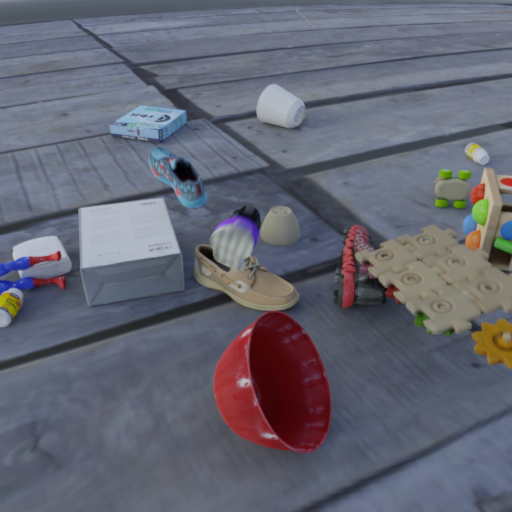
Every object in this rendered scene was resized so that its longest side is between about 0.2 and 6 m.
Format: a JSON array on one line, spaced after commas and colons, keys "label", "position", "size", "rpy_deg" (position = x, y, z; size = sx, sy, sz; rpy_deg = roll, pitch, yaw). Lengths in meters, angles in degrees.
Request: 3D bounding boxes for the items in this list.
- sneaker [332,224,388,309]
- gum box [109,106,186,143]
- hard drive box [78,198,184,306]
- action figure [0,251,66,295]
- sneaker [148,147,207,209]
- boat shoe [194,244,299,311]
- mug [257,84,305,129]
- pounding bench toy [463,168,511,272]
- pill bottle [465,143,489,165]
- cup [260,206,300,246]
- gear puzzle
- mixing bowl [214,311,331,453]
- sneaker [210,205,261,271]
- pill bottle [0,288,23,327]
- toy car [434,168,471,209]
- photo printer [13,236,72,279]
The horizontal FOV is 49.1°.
[{"label": "sneaker", "position": [2.095, 0.187, 10.663], "size": [1.112, 0.805, 2.277], "rpy_deg": [6, 36, 9]}, {"label": "gum box", "position": [-3.351, -4.158, 17.575], "size": [1.662, 0.436, 1.956], "rpy_deg": [11, 35, 16]}, {"label": "hard drive box", "position": [-2.515, -0.168, 11.103], "size": [1.819, 0.896, 2.334], "rpy_deg": [-8, 34, -12]}, {"label": "action figure", "position": [-4.876, 0.521, 9.935], "size": [2.694, 0.879, 1.334], "rpy_deg": [-9, 14, -12]}, {"label": "sneaker", "position": [-1.557, -1.770, 11.277], "size": [0.692, 0.833, 1.745], "rpy_deg": [-33, 63, -26]}, {"label": "boat shoe", "position": [-0.246, 0.380, 10.438], "size": [2.232, 0.720, 0.795], "rpy_deg": [17, 37, 24]}, {"label": "mug", "position": [0.963, -4.723, 17.837], "size": [1.250, 1.219, 1.522], "rpy_deg": [30, 49, 26]}, {"label": "pounding bench toy", "position": [5.164, -0.379, 10.782], "size": [2.028, 1.615, 2.600], "rpy_deg": [7, 34, 11]}, {"label": "pill bottle", "position": [6.170, -2.827, 15.602], "size": [0.400, 0.400, 0.712], "rpy_deg": [-7, 37, -10]}, {"label": "cup", "position": [0.530, -0.701, 12.167], "size": [0.885, 0.633, 0.885], "rpy_deg": [0, 34, 0]}, {"label": "gear puzzle", "position": [3.093, 0.617, 8.700], "size": [1.805, 0.456, 3.486], "rpy_deg": [-20, 33, -10]}, {"label": "mixing bowl", "position": [0.095, 1.793, 7.650], "size": [1.023, 1.889, 1.889], "rpy_deg": [-24, 22, 30]}, {"label": "sneaker", "position": [-0.244, -0.412, 8.482], "size": [0.631, 1.815, 0.903], "rpy_deg": [25, 75, -1]}, {"label": "pill bottle", "position": [-4.422, 0.900, 9.946], "size": [0.397, 0.397, 0.726], "rpy_deg": [1, 33, 2]}, {"label": "toy car", "position": [4.706, -1.726, 13.620], "size": [0.838, 0.872, 1.062], "rpy_deg": [4, 21, 7]}, {"label": "photo printer", "position": [-4.330, 0.031, 11.255], "size": [0.972, 0.406, 1.168], "rpy_deg": [-19, 37, -24]}]
